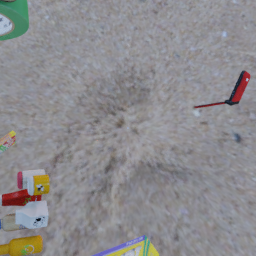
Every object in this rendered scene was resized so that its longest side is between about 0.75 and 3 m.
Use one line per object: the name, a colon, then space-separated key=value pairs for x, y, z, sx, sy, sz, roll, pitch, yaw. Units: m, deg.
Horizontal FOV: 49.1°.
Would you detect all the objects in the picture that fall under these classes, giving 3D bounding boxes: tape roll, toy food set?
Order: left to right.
tape roll: x=-3.543 y=-2.639 z=6.284 sx=2.489 sy=2.489 sz=0.598 roll=-4 pitch=88 yaw=-2
toy food set: x=-1.877 y=1.411 z=4.834 sx=0.819 sy=1.821 sz=0.869 roll=0 pitch=38 yaw=-24

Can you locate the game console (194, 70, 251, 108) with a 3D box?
game console: x=1.832 y=-0.715 z=5.363 sx=0.632 sy=1.065 sz=0.918 roll=26 pitch=107 yaw=22

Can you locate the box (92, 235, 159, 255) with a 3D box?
box: x=-0.317 y=2.940 z=4.240 sx=1.485 sy=2.531 sz=0.612 roll=-28 pitch=107 yaw=17

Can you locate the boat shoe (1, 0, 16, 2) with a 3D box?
boat shoe: x=-2.665 y=-2.772 z=5.024 sx=1.478 sy=0.546 sz=0.559 roll=2 pitch=83 yaw=-35

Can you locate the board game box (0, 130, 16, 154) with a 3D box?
board game box: x=-3.131 y=0.549 z=6.538 sx=0.176 sy=0.559 sz=1.171 roll=46 pitch=58 yaw=4
